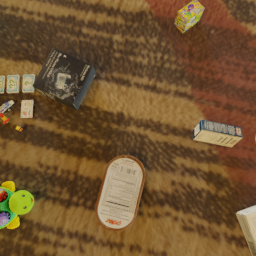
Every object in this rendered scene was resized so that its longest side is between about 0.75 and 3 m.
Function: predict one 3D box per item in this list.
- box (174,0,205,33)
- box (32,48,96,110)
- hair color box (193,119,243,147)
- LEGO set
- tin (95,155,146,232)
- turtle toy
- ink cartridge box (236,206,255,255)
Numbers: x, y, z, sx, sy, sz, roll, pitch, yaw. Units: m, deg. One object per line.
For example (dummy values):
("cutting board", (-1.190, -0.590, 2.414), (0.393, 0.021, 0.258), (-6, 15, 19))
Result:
("box", (2.010, -3.675, 9.225), (0.763, 0.735, 0.465), (-38, 82, -8))
("box", (-1.952, -1.510, 8.765), (1.413, 0.829, 1.389), (24, 80, 3))
("hair color box", (2.613, 0.167, 8.228), (1.261, 0.631, 0.382), (11, 58, -8))
("LEGO set", (-3.727, -0.817, 8.837), (1.421, 0.467, 1.902), (-1, 79, 3))
("tin", (-0.225, 1.901, 8.318), (1.270, 0.475, 2.268), (13, 79, 7))
("turtle toy", (-3.606, 2.231, 7.958), (1.927, 0.974, 1.404), (-12, 79, -2))
("ink cartridge box", (4.783, 2.750, 8.004), (2.850, 0.718, 1.553), (-18, 79, -5))
